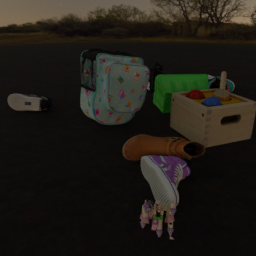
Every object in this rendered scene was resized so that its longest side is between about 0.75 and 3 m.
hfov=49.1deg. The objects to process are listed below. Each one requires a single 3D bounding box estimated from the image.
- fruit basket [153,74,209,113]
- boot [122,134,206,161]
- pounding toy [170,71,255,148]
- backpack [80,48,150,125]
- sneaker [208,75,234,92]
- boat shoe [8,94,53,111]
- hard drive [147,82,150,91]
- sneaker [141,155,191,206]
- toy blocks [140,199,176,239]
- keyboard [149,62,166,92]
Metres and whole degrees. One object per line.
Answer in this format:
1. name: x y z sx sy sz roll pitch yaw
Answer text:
1. fruit basket: 2.517 -1.845 13.807 2.745 1.980 2.745 1 40 -1
2. boot: 1.077 0.666 8.410 2.137 0.819 1.659 2 2 -31
3. pounding toy: 3.351 -0.868 10.850 2.854 2.029 2.627 -9 24 -21
4. backpack: -0.591 -1.541 11.443 2.575 2.929 2.245 -6 27 -40
5. sneaker: 4.583 -2.443 16.049 2.796 1.169 1.688 11 15 21
6. boat shoe: -4.687 -1.217 13.608 2.232 0.833 1.035 12 11 24
7. hard drive: 2.511 -2.372 16.771 1.934 0.372 2.931 -18 28 -37
8. sneaker: 1.181 1.256 7.309 1.252 0.796 2.196 -1 22 -11
9. toy blocks: 0.626 1.927 5.838 0.733 0.784 0.660 8 64 -1
10. keyboard: 1.541 -2.584 14.603 0.334 1.564 2.604 5 4 20
